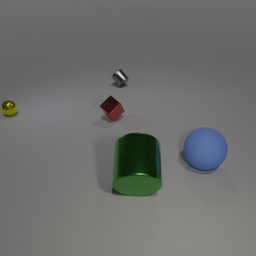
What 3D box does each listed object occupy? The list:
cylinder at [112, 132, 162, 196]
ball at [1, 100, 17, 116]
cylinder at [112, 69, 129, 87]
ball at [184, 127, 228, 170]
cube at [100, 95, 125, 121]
[{"bbox_3d":[0.276,1.080,8.235,1.400,1.400,1.400,1,54,1],"label":"cylinder"},{"bbox_3d":[-5.412,-0.912,12.757,0.700,0.700,0.700,0,30,0],"label":"ball"},{"bbox_3d":[-0.432,-2.812,15.763,0.700,0.700,0.700,50,45,5],"label":"cylinder"},{"bbox_3d":[2.546,0.679,9.238,1.400,1.400,1.400,0,30,0],"label":"ball"},{"bbox_3d":[-0.688,-0.852,12.277,0.700,0.700,0.700,-45,61,-8],"label":"cube"}]
